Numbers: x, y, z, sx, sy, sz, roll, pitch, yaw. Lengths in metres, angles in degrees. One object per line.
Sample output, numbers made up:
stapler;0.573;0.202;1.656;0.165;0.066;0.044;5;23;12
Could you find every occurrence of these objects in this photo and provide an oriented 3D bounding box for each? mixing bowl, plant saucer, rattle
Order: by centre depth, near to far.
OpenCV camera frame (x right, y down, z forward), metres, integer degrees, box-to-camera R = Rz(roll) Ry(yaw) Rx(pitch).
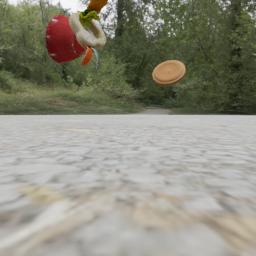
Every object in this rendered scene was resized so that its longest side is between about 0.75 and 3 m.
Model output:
rattle;-0.773;-2.640;7.433;1.356;1.899;1.236;-26;-46;17
plant saucer;1.200;-1.662;8.269;0.987;0.987;0.159;1;-35;23
mixing bowl;-2.231;-3.430;10.977;1.007;1.859;1.859;12;8;21
